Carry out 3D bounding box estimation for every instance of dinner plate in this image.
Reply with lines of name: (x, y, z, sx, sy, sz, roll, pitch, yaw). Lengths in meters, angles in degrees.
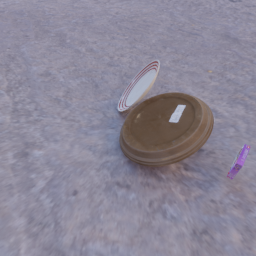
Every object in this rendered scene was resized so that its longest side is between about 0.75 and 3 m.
dinner plate: (0.394, -1.376, 9.421, 0.258, 2.125, 2.125, 36, 33, -20)

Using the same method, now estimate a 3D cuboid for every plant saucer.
plant saucer: (0.958, -0.120, 7.732, 2.701, 0.398, 2.701, -16, 40, 14)

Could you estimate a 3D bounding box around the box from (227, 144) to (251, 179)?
box: (2.655, 0.827, 6.743, 0.165, 0.846, 0.579, 26, 63, 17)
